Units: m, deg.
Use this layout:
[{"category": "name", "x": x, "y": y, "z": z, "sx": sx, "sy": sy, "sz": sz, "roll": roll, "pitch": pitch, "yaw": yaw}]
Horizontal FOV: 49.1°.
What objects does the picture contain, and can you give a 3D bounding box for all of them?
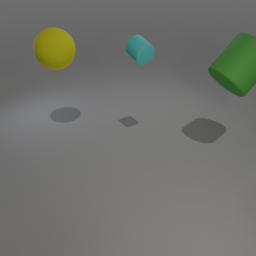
[{"category": "ball", "x": -2.528, "y": -2.730, "z": 9.679, "sx": 1.400, "sy": 1.400, "sz": 1.400, "roll": 0, "pitch": 30, "yaw": 0}, {"category": "cylinder", "x": 0.381, "y": -2.495, "z": 8.943, "sx": 0.700, "sy": 0.700, "sz": 0.700, "roll": -19, "pitch": 52, "yaw": -29}, {"category": "cylinder", "x": 3.471, "y": -1.923, "z": 8.636, "sx": 1.400, "sy": 1.400, "sz": 1.400, "roll": 39, "pitch": 7, "yaw": -6}]
